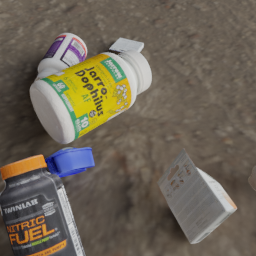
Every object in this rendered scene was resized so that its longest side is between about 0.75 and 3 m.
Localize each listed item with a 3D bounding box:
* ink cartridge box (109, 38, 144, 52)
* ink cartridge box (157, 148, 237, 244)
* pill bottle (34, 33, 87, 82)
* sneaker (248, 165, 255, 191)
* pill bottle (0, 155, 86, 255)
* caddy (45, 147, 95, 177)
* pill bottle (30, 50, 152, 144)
[{"bbox_3d":[-0.050,-2.658,9.334,0.920,0.187,0.922,18,46,16],"label":"ink cartridge box"},{"bbox_3d":[1.319,1.374,5.761,0.381,1.233,1.520,4,42,-33],"label":"ink cartridge box"},{"bbox_3d":[-1.991,-1.835,8.272,1.060,1.060,1.902,11,53,8],"label":"pill bottle"},{"bbox_3d":[2.902,0.961,5.862,0.478,1.204,0.472,-27,66,-3],"label":"sneaker"},{"bbox_3d":[-1.604,1.604,5.051,1.149,1.149,2.164,-18,87,-13],"label":"pill bottle"},{"bbox_3d":[-1.300,0.719,6.334,1.124,0.795,0.590,-6,71,-46],"label":"caddy"},{"bbox_3d":[-0.809,-0.932,7.075,2.853,1.609,1.609,-32,59,-29],"label":"pill bottle"}]
